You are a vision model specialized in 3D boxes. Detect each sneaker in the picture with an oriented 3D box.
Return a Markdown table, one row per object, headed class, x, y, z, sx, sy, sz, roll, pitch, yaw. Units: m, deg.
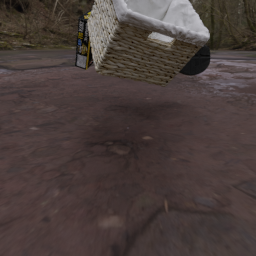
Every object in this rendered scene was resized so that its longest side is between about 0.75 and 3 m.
| class | x | y | z | sx | sy | sz | roll | pitch | yaw |
| --- | --- | --- | --- | --- | --- | --- | --- | --- | --- |
| sneaker | 1.208 | -2.198 | 9.120 | 2.843 | 1.073 | 1.636 | -16 | 20 | -26 |

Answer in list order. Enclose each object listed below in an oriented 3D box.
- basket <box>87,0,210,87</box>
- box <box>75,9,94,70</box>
| class | x | y | z | sx | sy | sz | roll | pitch | yaw |
| --- | --- | --- | --- | --- | --- | --- | --- | --- | --- |
| basket | 0.245 | -1.795 | 5.060 | 1.642 | 1.332 | 1.657 | 6 | 50 | -27 |
| box | -0.906 | -2.483 | 7.517 | 0.396 | 1.282 | 1.605 | 16 | 37 | 7 |
